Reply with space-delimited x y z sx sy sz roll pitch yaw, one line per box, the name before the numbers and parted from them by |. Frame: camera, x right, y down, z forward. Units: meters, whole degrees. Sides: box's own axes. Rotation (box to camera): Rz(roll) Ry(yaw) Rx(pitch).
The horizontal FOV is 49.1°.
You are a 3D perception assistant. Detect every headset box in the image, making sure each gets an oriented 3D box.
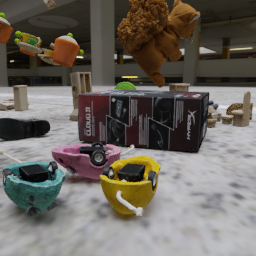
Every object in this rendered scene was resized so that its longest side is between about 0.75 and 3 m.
headset box | 0.360 -0.330 6.875 3.000 1.158 2.232 6 12 20

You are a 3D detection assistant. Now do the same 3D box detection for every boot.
boot | -2.822 -0.024 7.281 1.548 0.536 1.348 0 5 -30

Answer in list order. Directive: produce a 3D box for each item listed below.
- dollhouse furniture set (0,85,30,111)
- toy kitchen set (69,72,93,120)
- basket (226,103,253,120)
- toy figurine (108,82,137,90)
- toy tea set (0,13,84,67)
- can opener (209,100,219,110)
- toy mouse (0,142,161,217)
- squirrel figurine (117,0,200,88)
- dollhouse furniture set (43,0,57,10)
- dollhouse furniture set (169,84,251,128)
dollhouse furniture set | -5.848 -1.422 13.033 2.501 1.107 1.296 1 10 10
toy kitchen set | -1.438 -1.187 10.041 1.877 1.693 1.531 3 11 40
basket | 3.950 -0.627 10.002 0.839 0.625 0.599 -3 11 -11
toy figurine | -0.658 -1.182 11.347 1.710 1.284 1.574 -2 8 29
toy tea set | -2.827 -2.829 8.859 1.690 1.052 2.843 18 2 37
can opener | 3.349 -1.013 11.736 0.546 0.685 2.048 40 29 24
toy mouse | -0.713 0.600 3.591 2.260 0.492 2.543 3 10 13
squirrel figurine | 0.982 -2.981 8.499 2.513 2.345 1.778 36 19 -48
dollhouse furniture set | -2.771 -4.600 9.293 0.565 0.482 1.090 -35 -30 4
dollhouse furniture set | 2.409 -0.800 9.249 1.447 1.235 2.791 -8 14 -38
